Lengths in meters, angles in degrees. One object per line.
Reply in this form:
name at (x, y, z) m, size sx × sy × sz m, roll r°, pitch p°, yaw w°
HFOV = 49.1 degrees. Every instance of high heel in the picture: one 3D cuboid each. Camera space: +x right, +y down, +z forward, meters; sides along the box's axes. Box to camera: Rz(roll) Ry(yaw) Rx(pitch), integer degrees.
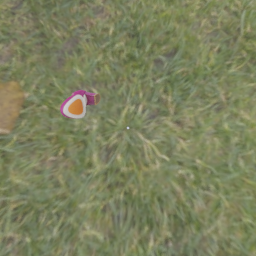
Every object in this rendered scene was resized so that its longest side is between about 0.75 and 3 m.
high heel at (-0.903, -0.408, 4.490) m, size 0.539 × 1.124 × 0.379 m, roll 3°, pitch 113°, yaw 19°
